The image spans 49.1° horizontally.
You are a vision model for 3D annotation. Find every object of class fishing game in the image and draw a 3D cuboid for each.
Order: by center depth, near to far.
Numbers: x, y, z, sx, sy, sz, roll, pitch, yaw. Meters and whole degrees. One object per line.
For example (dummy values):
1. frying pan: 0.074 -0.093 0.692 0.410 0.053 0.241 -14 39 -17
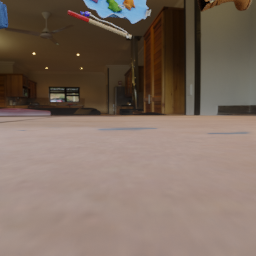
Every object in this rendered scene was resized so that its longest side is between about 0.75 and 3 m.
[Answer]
1. fishing game: -0.320 -2.925 6.053 1.802 2.516 0.391 19 -40 -12

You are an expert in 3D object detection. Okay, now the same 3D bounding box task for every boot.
1. boot: 1.685 -2.289 4.895 0.904 0.446 1.164 -37 -26 6

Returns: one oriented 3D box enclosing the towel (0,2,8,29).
1. towel: -2.948 -2.233 5.648 0.976 0.545 0.237 -6 4 0
